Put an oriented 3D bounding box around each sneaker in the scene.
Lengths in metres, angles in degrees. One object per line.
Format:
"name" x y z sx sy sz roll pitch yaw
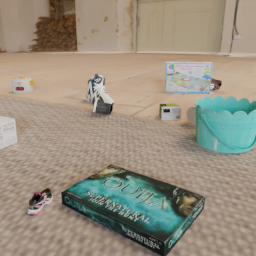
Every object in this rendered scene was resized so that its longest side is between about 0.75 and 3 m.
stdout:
"sneaker" -1.738 1.398 5.614 0.304 0.327 0.756 4 19 6
"sneaker" -1.362 -1.840 13.264 0.849 1.385 2.128 -10 22 -24
"sneaker" -1.054 -0.888 11.954 0.802 0.571 1.616 12 12 -7
"sneaker" 4.924 -2.749 16.952 1.314 0.860 2.274 4 29 -3

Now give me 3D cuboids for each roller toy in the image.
"roller toy" -6.004 -2.477 15.893 1.219 0.852 1.112 16 25 38

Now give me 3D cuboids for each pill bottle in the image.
"pill bottle" 2.961 -0.618 10.578 1.559 0.848 0.848 -15 24 -35

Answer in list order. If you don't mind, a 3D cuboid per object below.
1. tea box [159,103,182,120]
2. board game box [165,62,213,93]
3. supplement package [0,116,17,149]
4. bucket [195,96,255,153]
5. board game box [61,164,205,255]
"tea box" 1.679 -0.661 11.199 0.775 0.518 0.763 0 19 0
"board game box" 3.339 -2.808 15.589 2.500 1.681 0.428 2 20 5
"supplement package" -4.271 0.200 8.287 1.132 0.806 1.454 11 21 26
"bucket" 3.004 -0.150 8.567 2.007 1.306 2.007 -1 20 0
"board game box" 0.090 1.424 5.524 2.377 0.335 1.608 14 24 34
